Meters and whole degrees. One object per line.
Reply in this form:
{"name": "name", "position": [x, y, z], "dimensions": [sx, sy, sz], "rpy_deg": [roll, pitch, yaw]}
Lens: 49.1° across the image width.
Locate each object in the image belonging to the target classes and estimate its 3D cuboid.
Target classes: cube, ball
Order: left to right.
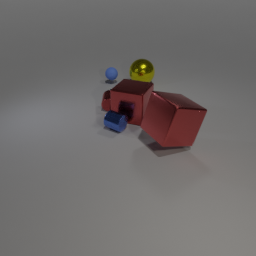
{"name": "ball", "position": [-0.904, -2.985, 15.411], "dimensions": [0.700, 0.700, 0.700], "rpy_deg": [0, 29, 0]}
{"name": "cube", "position": [0.192, -1.109, 11.728], "dimensions": [1.400, 1.400, 1.400], "rpy_deg": [11, 32, 19]}
{"name": "ball", "position": [0.755, -3.049, 15.216], "dimensions": [1.400, 1.400, 1.400], "rpy_deg": [0, 29, 0]}
{"name": "cube", "position": [1.504, -0.310, 9.462], "dimensions": [1.400, 1.400, 1.400], "rpy_deg": [1, 27, -35]}

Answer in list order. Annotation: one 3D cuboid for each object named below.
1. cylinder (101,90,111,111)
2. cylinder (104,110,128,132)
{"name": "cylinder", "position": [-0.815, -1.219, 12.518], "dimensions": [0.700, 0.700, 0.700], "rpy_deg": [1, 42, 2]}
{"name": "cylinder", "position": [-0.476, -0.275, 10.915], "dimensions": [0.700, 0.700, 0.700], "rpy_deg": [21, 35, 25]}
